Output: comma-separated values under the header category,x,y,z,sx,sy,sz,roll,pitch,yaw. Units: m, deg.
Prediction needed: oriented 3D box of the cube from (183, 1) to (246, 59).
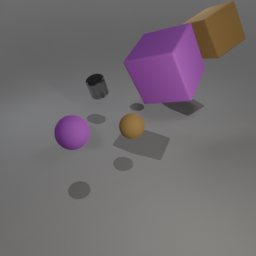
category,x,y,z,sx,sy,sz,roll,pitch,yaw
cube,3.019,-3.430,10.019,1.400,1.400,1.400,-36,24,-15

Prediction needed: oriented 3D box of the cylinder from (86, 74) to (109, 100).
category,x,y,z,sx,sy,sz,roll,pitch,yaw
cylinder,-1.147,-1.546,10.464,0.700,0.700,0.700,-8,47,9

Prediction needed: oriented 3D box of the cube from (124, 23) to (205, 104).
category,x,y,z,sx,sy,sz,roll,pitch,yaw
cube,0.993,-1.619,7.267,1.400,1.400,1.400,-1,45,36

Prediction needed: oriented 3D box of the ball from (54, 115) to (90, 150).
category,x,y,z,sx,sy,sz,roll,pitch,yaw
ball,-1.116,0.091,5.604,0.700,0.700,0.700,0,32,0

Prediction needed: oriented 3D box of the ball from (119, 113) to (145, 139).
category,x,y,z,sx,sy,sz,roll,pitch,yaw
ball,0.105,-0.048,7.572,0.700,0.700,0.700,0,32,0
